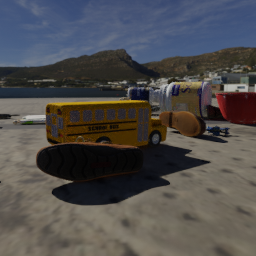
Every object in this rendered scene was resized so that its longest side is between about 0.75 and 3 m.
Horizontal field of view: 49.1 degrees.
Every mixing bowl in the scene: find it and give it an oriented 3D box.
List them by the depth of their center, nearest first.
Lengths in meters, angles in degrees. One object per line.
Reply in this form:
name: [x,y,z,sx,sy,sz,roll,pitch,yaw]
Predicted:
mixing bowl: [5.041,-0.893,12.176,2.421,1.311,2.421,-2,8,0]

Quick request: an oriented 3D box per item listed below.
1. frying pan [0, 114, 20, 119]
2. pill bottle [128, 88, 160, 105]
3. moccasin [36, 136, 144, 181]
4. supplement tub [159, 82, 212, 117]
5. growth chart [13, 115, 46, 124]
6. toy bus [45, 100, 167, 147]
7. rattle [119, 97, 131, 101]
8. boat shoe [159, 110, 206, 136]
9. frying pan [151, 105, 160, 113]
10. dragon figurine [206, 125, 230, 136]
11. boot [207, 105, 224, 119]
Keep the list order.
frying pan: [-6.094,-0.607,14.120,1.484,0.241,0.897,1,8,-8]
pill bottle: [1.490,-2.880,25.462,2.882,1.600,1.600,1,8,6]
moccasin: [-0.623,0.483,4.692,1.783,0.652,0.688,-5,7,-29]
supplement tub: [3.111,-1.564,15.105,2.532,1.841,1.841,3,9,24]
growth chart: [-3.921,-0.450,12.951,1.993,0.244,2.754,0,8,-7]
toy bus: [-0.378,-0.052,6.665,2.954,1.156,0.961,-6,10,-39]
rattle: [0.187,-1.319,16.188,1.374,0.894,0.981,10,-9,-27]
boat shoe: [1.882,-0.215,9.189,0.756,0.757,2.151,2,12,-25]
frying pan: [0.853,-0.977,16.153,2.460,0.400,1.488,-14,6,-5]
dragon figurine: [2.764,0.081,8.933,0.963,0.283,0.479,-1,8,-15]
boot: [4.918,-0.791,13.779,1.739,0.692,1.998,5,7,34]
